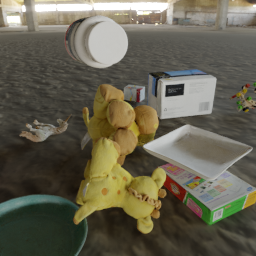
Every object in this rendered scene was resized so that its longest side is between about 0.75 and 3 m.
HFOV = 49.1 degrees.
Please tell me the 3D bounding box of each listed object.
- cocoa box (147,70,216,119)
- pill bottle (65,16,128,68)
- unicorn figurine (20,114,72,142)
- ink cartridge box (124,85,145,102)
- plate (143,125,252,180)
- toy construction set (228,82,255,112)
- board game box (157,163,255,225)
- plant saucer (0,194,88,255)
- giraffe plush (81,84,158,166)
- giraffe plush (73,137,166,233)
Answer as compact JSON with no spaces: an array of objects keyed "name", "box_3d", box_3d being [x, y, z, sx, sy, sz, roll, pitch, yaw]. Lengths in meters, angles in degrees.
[{"name":"cocoa box","box_3d":[2.346,-1.596,12.717,2.585,1.724,1.696,-7,25,-16]},{"name":"pill bottle","box_3d":[-0.997,-2.669,8.714,1.529,1.529,2.557,-10,21,-21]},{"name":"unicorn figurine","box_3d":[-3.109,0.051,10.584,1.238,0.666,1.803,18,43,14]},{"name":"ink cartridge box","box_3d":[0.320,-1.794,14.457,0.935,0.676,0.679,10,26,21]},{"name":"plate","box_3d":[2.042,0.694,8.275,2.362,0.383,2.368,-21,32,-41]},{"name":"toy construction set","box_3d":[5.330,-1.331,13.173,1.177,1.277,1.532,-25,12,-22]},{"name":"board game box","box_3d":[2.025,1.498,7.493,1.626,0.429,2.125,-13,27,-26]},{"name":"plant saucer","box_3d":[-2.087,2.309,5.691,2.536,0.456,2.536,0,24,0]},{"name":"giraffe plush","box_3d":[0.020,0.045,9.169,2.351,2.502,2.900,-3,-13,-30]},{"name":"giraffe plush","box_3d":[-0.110,1.379,6.524,1.826,1.943,2.252,19,12,-9]}]
